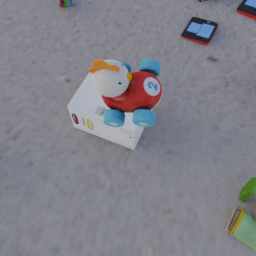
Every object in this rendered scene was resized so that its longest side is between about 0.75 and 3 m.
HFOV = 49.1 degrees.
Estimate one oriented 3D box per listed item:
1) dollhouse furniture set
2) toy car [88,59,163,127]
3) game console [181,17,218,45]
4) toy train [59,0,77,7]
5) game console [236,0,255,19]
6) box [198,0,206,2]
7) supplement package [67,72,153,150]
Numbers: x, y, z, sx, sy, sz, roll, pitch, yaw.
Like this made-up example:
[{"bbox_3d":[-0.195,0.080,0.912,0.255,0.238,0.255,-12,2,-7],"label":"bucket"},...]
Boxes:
[{"bbox_3d":[3.014,2.035,6.603,0.902,0.691,1.377,28,64,16],"label":"dollhouse furniture set"},{"bbox_3d":[-0.085,-0.625,3.852,0.935,1.057,0.975,0,73,24],"label":"toy car"},{"bbox_3d":[2.609,-3.547,10.152,1.049,0.184,1.186,25,62,14],"label":"game console"},{"bbox_3d":[-2.307,-5.157,10.521,0.689,1.191,0.504,-7,60,-9],"label":"toy train"},{"bbox_3d":[5.179,-4.741,10.806,1.463,0.257,1.655,32,64,17],"label":"game console"},{"bbox_3d":[3.476,-5.931,11.400,1.879,0.409,1.505,-16,61,-9],"label":"box"},{"bbox_3d":[-0.421,-0.548,7.874,1.942,1.077,1.513,20,61,12],"label":"supplement package"}]
